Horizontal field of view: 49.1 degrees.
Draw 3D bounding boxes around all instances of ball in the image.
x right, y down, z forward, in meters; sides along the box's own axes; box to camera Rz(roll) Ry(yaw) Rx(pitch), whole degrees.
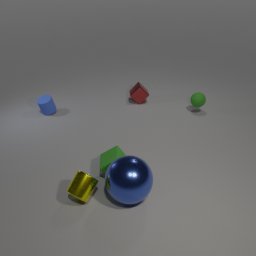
[{"bbox_3d":[0.029,1.492,8.115,1.400,1.400,1.400,0,30,0],"label":"ball"},{"bbox_3d":[3.282,-1.319,13.105,0.700,0.700,0.700,0,30,0],"label":"ball"}]

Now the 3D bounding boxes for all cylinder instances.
[{"bbox_3d":[-3.795,-1.079,13.086,0.700,0.700,0.700,-8,43,7],"label":"cylinder"},{"bbox_3d":[-1.333,1.693,8.183,0.700,0.700,0.700,20,73,31],"label":"cylinder"}]

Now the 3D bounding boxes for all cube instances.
[{"bbox_3d":[-0.435,1.140,9.099,0.700,0.700,0.700,-29,31,16],"label":"cube"},{"bbox_3d":[0.560,-1.769,14.186,0.700,0.700,0.700,39,20,-23],"label":"cube"}]
